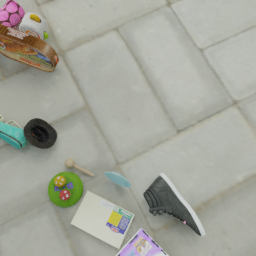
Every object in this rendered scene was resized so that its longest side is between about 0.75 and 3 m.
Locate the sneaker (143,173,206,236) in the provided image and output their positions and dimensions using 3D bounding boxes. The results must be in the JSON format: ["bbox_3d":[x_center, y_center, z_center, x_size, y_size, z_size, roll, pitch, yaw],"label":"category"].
[{"bbox_3d":[1.372,2.663,8.913,1.137,0.811,2.293,-36,72,-8],"label":"sneaker"}]

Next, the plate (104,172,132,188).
[{"bbox_3d":[-0.316,1.639,9.085,0.996,0.996,0.127,24,65,7],"label":"plate"}]

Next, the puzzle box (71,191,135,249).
[{"bbox_3d":[-0.805,2.956,9.082,1.762,0.224,1.173,26,75,7],"label":"puzzle box"}]

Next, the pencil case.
[{"bbox_3d":[-4.934,-4.129,10.855,0.888,0.861,1.896,46,75,-22],"label":"pencil case"}]

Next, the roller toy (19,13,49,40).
[{"bbox_3d":[-3.588,-3.868,10.683,0.951,1.043,0.729,7,70,26],"label":"roller toy"}]

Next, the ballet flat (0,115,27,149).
[{"bbox_3d":[-4.416,-0.019,9.788,2.207,0.743,0.777,25,51,7],"label":"ballet flat"}]

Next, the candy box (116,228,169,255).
[{"bbox_3d":[0.547,4.284,8.463,1.863,0.667,1.563,43,78,12],"label":"candy box"}]

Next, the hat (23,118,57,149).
[{"bbox_3d":[-3.083,0.298,9.630,0.507,1.257,1.257,-43,73,34],"label":"hat"}]

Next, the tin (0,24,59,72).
[{"bbox_3d":[-3.802,-2.874,10.129,2.753,1.541,0.576,21,67,5],"label":"tin"}]

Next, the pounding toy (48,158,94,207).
[{"bbox_3d":[-1.999,1.826,9.160,1.182,0.711,1.531,31,77,8],"label":"pounding toy"}]
